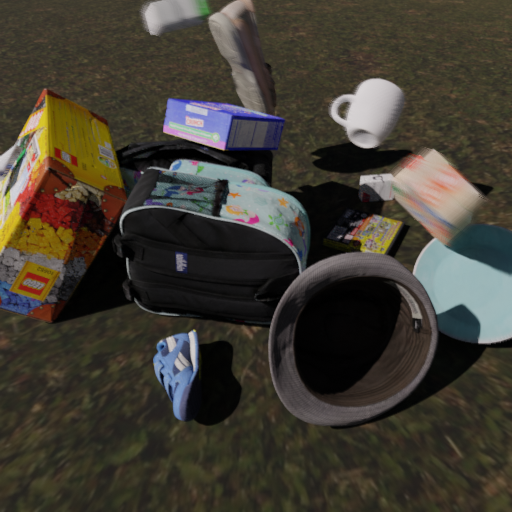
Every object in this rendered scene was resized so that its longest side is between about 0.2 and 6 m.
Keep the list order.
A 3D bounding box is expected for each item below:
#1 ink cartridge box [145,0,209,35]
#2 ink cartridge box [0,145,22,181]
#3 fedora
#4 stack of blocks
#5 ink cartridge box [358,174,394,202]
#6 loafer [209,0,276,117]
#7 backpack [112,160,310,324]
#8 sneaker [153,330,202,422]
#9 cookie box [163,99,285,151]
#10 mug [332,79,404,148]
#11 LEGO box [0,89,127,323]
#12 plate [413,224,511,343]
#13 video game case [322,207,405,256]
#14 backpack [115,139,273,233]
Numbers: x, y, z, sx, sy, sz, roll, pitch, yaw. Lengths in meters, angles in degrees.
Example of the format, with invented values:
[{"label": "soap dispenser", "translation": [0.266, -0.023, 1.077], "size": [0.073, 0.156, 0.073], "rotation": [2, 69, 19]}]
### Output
[{"label": "ink cartridge box", "translation": [-1.712, -5.173, 11.982], "size": [1.170, 0.486, 0.858], "rotation": [-21, 14, -17]}, {"label": "ink cartridge box", "translation": [-4.685, -1.580, 10.226], "size": [0.801, 0.163, 0.800], "rotation": [-19, 43, 35]}, {"label": "fedora", "translation": [1.316, 1.188, 8.650], "size": [2.890, 2.556, 1.305], "rotation": [-12, 8, -18]}, {"label": "stack of blocks", "translation": [2.945, -1.005, 9.389], "size": [0.650, 2.219, 1.278], "rotation": [-43, 73, 7]}, {"label": "ink cartridge box", "translation": [2.951, -1.654, 13.678], "size": [0.793, 0.576, 0.331], "rotation": [-5, 36, -7]}, {"label": "loafer", "translation": [-0.017, -4.245, 12.641], "size": [0.978, 3.112, 1.119], "rotation": [-41, 53, -8]}, {"label": "backpack", "translation": [-0.577, -0.161, 9.808], "size": [3.050, 2.707, 2.296], "rotation": [11, 45, 9]}, {"label": "sneaker", "translation": [-1.232, 1.886, 8.737], "size": [0.739, 0.664, 1.796], "rotation": [-4, 28, -4]}, {"label": "cookie box", "translation": [-0.612, -2.587, 11.094], "size": [1.589, 0.698, 1.858], "rotation": [23, 21, 30]}, {"label": "mug", "translation": [2.208, -2.885, 11.454], "size": [1.337, 0.987, 1.172], "rotation": [21, 66, 13]}, {"label": "LEGO box", "translation": [-3.981, -1.098, 10.764], "size": [1.466, 2.830, 3.800], "rotation": [24, 22, -33]}, {"label": "plate", "translation": [3.923, 0.485, 9.936], "size": [2.226, 0.284, 2.226], "rotation": [-8, 66, 18]}, {"label": "video game case", "translation": [2.395, -0.498, 12.402], "size": [1.415, 0.200, 1.566], "rotation": [17, 38, 22]}, {"label": "backpack", "translation": [-1.390, -1.392, 11.891], "size": [3.432, 2.172, 2.864], "rotation": [3, 17, 1]}]
